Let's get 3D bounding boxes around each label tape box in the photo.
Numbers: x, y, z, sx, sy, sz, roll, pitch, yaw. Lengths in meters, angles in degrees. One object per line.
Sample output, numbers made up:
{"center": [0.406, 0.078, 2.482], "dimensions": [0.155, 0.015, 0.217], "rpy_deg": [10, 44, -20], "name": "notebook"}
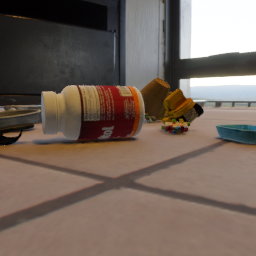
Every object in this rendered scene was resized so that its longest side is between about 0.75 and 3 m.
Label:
{"center": [-5.306, -0.775, 15.006], "dimensions": [2.773, 0.917, 1.987], "rpy_deg": [-1, 5, 15], "name": "label tape box"}

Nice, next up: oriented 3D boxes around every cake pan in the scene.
{"center": [-4.873, -0.315, 11.057], "dimensions": [2.829, 0.519, 2.829], "rpy_deg": [-5, 9, 1], "name": "cake pan"}

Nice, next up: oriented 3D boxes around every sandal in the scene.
{"center": [-3.450, 0.260, 7.384], "dimensions": [1.958, 0.469, 0.736], "rpy_deg": [-17, 14, -27], "name": "sandal"}

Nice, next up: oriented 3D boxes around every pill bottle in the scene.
{"center": [-1.068, -0.459, 8.320], "dimensions": [2.820, 1.593, 1.593], "rpy_deg": [-2, 6, -21], "name": "pill bottle"}

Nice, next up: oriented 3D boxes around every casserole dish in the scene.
{"center": [3.471, 0.155, 8.177], "dimensions": [1.274, 0.408, 2.104], "rpy_deg": [-1, 7, -14], "name": "casserole dish"}

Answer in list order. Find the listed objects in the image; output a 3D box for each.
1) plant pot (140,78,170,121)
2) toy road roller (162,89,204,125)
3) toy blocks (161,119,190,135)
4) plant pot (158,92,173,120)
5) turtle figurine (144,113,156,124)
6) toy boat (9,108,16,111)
{"center": [1.339, -1.676, 15.124], "dimensions": [1.815, 1.947, 1.815], "rpy_deg": [24, 29, -15], "name": "plant pot"}
{"center": [1.936, -0.773, 10.994], "dimensions": [1.134, 1.347, 1.845], "rpy_deg": [-40, 12, -12], "name": "toy road roller"}
{"center": [1.668, 0.013, 9.686], "dimensions": [1.011, 0.505, 0.691], "rpy_deg": [1, 17, 6], "name": "toy blocks"}
{"center": [2.679, -1.315, 16.934], "dimensions": [1.771, 1.720, 1.731], "rpy_deg": [7, 6, 2], "name": "plant pot"}
{"center": [0.904, -0.481, 14.036], "dimensions": [0.799, 0.538, 1.068], "rpy_deg": [10, 2, 38], "name": "turtle figurine"}
{"center": [-6.159, -0.547, 13.261], "dimensions": [1.667, 0.775, 1.401], "rpy_deg": [-2, 5, -12], "name": "toy boat"}
